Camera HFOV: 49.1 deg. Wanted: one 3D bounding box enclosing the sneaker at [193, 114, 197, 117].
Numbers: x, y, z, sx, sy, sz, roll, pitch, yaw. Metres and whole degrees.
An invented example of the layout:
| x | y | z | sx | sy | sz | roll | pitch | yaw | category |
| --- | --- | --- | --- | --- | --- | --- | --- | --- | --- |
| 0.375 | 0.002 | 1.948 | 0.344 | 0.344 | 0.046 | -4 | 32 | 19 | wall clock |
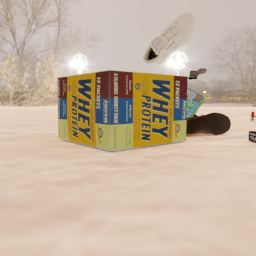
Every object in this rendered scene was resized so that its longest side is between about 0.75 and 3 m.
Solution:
| x | y | z | sx | sy | sz | roll | pitch | yaw | category |
| --- | --- | --- | --- | --- | --- | --- | --- | --- | --- |
| 2.935 | -0.215 | 10.538 | 0.515 | 0.541 | 1.366 | -3 | 7 | -41 | sneaker |

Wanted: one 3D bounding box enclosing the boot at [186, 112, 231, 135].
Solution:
| x | y | z | sx | sy | sz | roll | pitch | yaw | category |
| --- | --- | --- | --- | --- | --- | --- | --- | --- | --- |
| 1.993 | -0.140 | 9.479 | 2.047 | 0.705 | 2.196 | 0 | 1 | -22 | boot |

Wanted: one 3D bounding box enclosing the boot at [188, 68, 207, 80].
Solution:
| x | y | z | sx | sy | sz | roll | pitch | yaw | category |
| --- | --- | --- | --- | --- | --- | --- | --- | --- | --- |
| 3.337 | -2.542 | 13.434 | 0.872 | 0.295 | 0.570 | -7 | 44 | 26 | boot |

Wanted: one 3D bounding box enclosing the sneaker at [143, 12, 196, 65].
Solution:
| x | y | z | sx | sy | sz | roll | pitch | yaw | category |
| --- | --- | --- | --- | --- | --- | --- | --- | --- | --- |
| 1.410 | -2.990 | 9.706 | 2.284 | 0.855 | 1.138 | -45 | -8 | 32 | sneaker |

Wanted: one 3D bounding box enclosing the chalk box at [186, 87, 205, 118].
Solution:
| x | y | z | sx | sy | sz | roll | pitch | yaw | category |
| --- | --- | --- | --- | --- | --- | --- | --- | --- | --- |
| 2.510 | -1.144 | 13.076 | 1.457 | 1.450 | 2.342 | 30 | 7 | 0 | chalk box |

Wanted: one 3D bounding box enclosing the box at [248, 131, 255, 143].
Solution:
| x | y | z | sx | sy | sz | roll | pitch | yaw | category |
| --- | --- | --- | --- | --- | --- | --- | --- | --- | --- |
| 3.828 | 0.265 | 6.886 | 1.193 | 0.299 | 1.202 | -2 | 6 | -7 | box |

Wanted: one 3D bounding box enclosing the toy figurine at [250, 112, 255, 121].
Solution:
| x | y | z | sx | sy | sz | roll | pitch | yaw | category |
| --- | --- | --- | --- | --- | --- | --- | --- | --- | --- |
| 6.808 | -0.570 | 14.506 | 0.744 | 0.526 | 0.755 | 3 | 1 | -37 | toy figurine |

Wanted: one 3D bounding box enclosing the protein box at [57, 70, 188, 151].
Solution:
| x | y | z | sx | sy | sz | roll | pitch | yaw | category |
| --- | --- | --- | --- | --- | --- | --- | --- | --- | --- |
| -0.187 | -0.505 | 7.374 | 2.488 | 1.691 | 2.506 | -4 | 7 | -39 | protein box |
